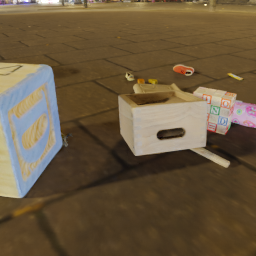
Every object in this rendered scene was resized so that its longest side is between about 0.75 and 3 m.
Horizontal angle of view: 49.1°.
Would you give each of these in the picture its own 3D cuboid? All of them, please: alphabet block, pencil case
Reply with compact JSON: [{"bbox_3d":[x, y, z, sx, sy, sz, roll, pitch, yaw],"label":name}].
[{"bbox_3d":[-3.577,-0.111,7.262,2.717,2.668,2.653,5,27,10],"label":"alphabet block"},{"bbox_3d":[4.361,-0.472,9.842,2.034,0.889,0.889,18,33,28],"label":"pencil case"}]

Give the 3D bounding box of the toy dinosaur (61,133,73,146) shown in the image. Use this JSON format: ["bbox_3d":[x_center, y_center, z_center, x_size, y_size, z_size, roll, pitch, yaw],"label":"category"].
[{"bbox_3d":[-2.049,0.281,9.149,0.412,0.222,0.935,-19,30,-20],"label":"toy dinosaur"}]

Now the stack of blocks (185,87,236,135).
[{"bbox_3d":[2.515,-0.737,9.890,2.224,1.280,0.651,16,32,29],"label":"stack of blocks"}]

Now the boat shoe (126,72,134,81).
[{"bbox_3d":[0.089,-2.681,14.585,0.306,0.262,0.836,-12,31,-21],"label":"boat shoe"}]

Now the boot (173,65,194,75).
[{"bbox_3d":[3.014,-3.149,15.328,1.142,0.428,0.612,9,35,15],"label":"boot"}]

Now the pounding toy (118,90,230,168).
[{"bbox_3d":[1.268,0.011,8.365,2.655,1.888,2.444,-6,17,-11],"label":"pounding toy"}]

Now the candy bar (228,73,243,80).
[{"bbox_3d":[5.680,-2.728,14.837,0.258,0.115,1.035,-9,29,-16],"label":"candy bar"}]

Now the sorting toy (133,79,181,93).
[{"bbox_3d":[1.262,-1.771,12.876,1.977,0.355,2.653,-2,24,-5],"label":"sorting toy"}]
